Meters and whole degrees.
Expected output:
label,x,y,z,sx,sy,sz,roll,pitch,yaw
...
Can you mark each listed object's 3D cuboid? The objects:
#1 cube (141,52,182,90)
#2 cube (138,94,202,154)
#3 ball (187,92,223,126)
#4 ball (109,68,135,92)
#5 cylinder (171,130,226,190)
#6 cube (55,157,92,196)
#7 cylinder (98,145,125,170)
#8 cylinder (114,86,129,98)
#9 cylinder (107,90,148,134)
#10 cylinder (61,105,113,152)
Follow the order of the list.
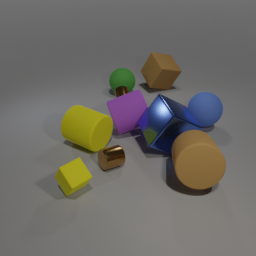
label,x,y,z,sx,sy,sz,roll,pitch,yaw
cube,1.791,-3.120,15.397,1.400,1.400,1.400,-1,51,-33
cube,1.443,-0.095,9.945,1.400,1.400,1.400,20,29,-32
ball,3.136,-0.769,11.417,1.400,1.400,1.400,0,29,0
ball,-0.302,-2.503,14.987,1.400,1.400,1.400,0,29,0
cylinder,2.048,0.902,8.382,1.400,1.400,1.400,2,15,4
cube,-1.573,1.400,8.037,0.700,0.700,0.700,-26,74,-36
cylinder,-0.555,0.977,9.341,0.700,0.700,0.700,-13,31,-31
cylinder,-0.270,-1.559,13.579,0.700,0.700,0.700,-6,57,-11
cylinder,0.041,-0.636,11.114,1.400,1.400,1.400,-21,31,-1
cylinder,-1.510,-0.001,10.391,1.400,1.400,1.400,21,35,25
